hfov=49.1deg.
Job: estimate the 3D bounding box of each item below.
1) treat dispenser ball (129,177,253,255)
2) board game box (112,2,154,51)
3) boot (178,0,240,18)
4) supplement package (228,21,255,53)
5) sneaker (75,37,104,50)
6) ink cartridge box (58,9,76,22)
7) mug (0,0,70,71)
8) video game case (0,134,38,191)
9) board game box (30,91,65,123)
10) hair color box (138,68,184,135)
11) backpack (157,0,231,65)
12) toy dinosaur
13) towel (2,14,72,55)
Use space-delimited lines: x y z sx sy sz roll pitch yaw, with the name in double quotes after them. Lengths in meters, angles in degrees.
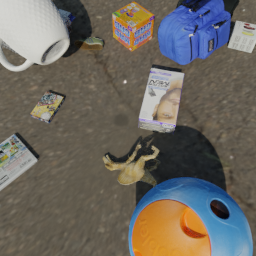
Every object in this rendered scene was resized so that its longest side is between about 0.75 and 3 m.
1.445 2.643 6.746 2.870 2.870 2.870 0 59 0 "treat dispenser ball"
0.210 -4.284 11.820 1.229 1.229 1.230 -38 66 -20 "board game box"
3.530 -5.313 12.420 2.294 1.036 2.799 27 55 9 "boot"
4.901 -3.867 11.858 1.001 0.736 0.957 17 60 11 "supplement package"
-1.618 -3.640 11.962 1.211 0.406 0.543 9 49 7 "sneaker"
-3.012 -5.055 12.894 0.897 0.194 0.881 21 60 13 "ink cartridge box"
-3.517 -3.249 9.577 2.870 2.119 2.516 -43 87 20 "mug"
-3.980 1.103 9.210 1.509 0.166 1.376 -41 67 -20 "video game case"
-2.952 -0.778 10.320 0.768 0.196 1.134 20 61 12 "board game box"
1.227 -1.012 10.145 1.282 0.760 2.346 11 61 6 "hair color box"
2.520 -3.733 10.865 2.514 2.043 2.110 -34 49 -12 "backpack"
0.373 1.239 8.411 1.423 0.819 2.814 -40 28 -24 "toy dinosaur"
-4.032 -4.108 11.773 2.846 1.218 2.356 28 61 17 "towel"
